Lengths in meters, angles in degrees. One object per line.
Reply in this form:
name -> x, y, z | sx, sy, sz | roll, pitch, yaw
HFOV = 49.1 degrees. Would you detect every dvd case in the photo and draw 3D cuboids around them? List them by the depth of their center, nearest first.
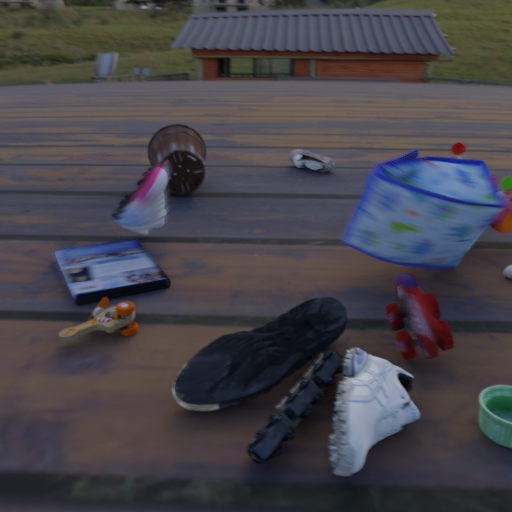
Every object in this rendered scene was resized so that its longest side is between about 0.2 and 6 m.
dvd case -> -2.751, 0.233, 10.533 | 1.648, 0.203, 2.310 | -10, 24, -25

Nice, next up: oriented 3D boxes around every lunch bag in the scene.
lunch bag -> 2.889, -0.807, 10.168 | 2.232, 1.898, 1.422 | 1, 50, -13

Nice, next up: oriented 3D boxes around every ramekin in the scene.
ramekin -> 2.914, 1.844, 6.381 | 0.752, 0.367, 0.752 | 0, 22, 0

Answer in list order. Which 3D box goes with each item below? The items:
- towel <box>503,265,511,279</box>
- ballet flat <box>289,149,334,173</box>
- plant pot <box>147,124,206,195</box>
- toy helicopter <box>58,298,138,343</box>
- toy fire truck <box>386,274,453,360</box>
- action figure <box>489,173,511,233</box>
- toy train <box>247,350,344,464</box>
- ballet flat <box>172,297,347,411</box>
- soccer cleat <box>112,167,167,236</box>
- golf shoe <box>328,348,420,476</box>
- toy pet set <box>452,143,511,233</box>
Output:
towel -> 5.291, 0.288, 10.378 | 1.238, 0.213, 0.820 | -15, 26, -33
ballet flat -> 1.657, -3.044, 18.056 | 1.770, 0.603, 0.595 | 16, 38, 36
plant pot -> -2.179, -2.647, 15.803 | 1.720, 1.720, 1.702 | -4, 30, -10
toy helicopter -> -2.400, 0.988, 8.405 | 1.167, 0.460, 0.771 | -21, 30, -32
toy fire truck -> 2.212, 0.769, 7.668 | 0.683, 1.022, 1.217 | -15, 47, 3
action figure -> 4.641, -1.309, 12.046 | 2.829, 1.400, 0.923 | 19, 25, 32
toy train -> 0.514, 1.722, 6.599 | 0.352, 0.473, 2.064 | 45, 38, 8
ballet flat -> 0.153, 1.358, 7.448 | 2.802, 0.796, 0.931 | -21, 60, -33
soccer cleat -> -2.156, -1.082, 11.533 | 2.267, 0.979, 0.792 | -29, 33, 54
golf shoe -> 1.355, 1.713, 6.276 | 0.964, 0.776, 1.983 | 12, 26, 13
toy pet set -> 4.468, -1.018, 11.327 | 1.031, 1.813, 1.942 | -3, 43, -46
